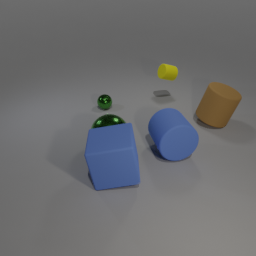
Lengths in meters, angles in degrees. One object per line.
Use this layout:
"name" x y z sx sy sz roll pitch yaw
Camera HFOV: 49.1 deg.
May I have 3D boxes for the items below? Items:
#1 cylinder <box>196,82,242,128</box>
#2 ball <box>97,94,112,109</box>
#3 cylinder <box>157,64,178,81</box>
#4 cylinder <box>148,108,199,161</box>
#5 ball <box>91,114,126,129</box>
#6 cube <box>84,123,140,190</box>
"cylinder" 3.729 -0.965 11.607 1.400 1.400 1.400 13 34 -9
"ball" -1.078 -1.214 12.977 0.700 0.700 0.700 0 32 0
"cylinder" 1.869 -2.621 13.206 0.700 0.700 0.700 4 26 -31
"cylinder" 1.557 0.201 9.858 1.400 1.400 1.400 -7 30 -11
"ball" -0.649 0.200 10.013 1.400 1.400 1.400 0 32 0
"cube" -0.440 0.860 8.650 1.400 1.400 1.400 -9 31 4
